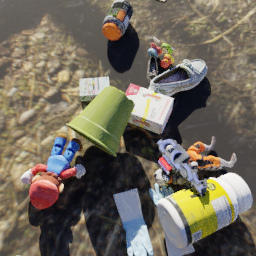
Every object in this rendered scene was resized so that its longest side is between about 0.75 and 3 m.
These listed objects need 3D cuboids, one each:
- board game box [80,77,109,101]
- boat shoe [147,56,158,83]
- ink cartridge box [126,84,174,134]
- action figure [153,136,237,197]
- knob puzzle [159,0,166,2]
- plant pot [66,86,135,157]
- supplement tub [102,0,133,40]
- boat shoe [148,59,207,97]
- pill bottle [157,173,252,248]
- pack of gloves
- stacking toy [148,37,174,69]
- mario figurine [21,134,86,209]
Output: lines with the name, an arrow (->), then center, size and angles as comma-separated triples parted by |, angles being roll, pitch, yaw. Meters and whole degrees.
board game box -> -1.338, -1.573, 11.322 | 1.200, 0.386, 0.885 | -4, 60, -4
boat shoe -> 1.027, -2.439, 11.801 | 0.449, 0.383, 1.343 | 0, 61, 0
ink cartridge box -> 0.680, -0.737, 10.634 | 1.797, 0.749, 1.304 | 21, 63, 11
action figure -> 2.133, 1.388, 9.118 | 2.620, 1.417, 2.709 | -18, 36, -4
knob puzzle -> 1.670, -7.057, 14.511 | 1.217, 0.169, 1.217 | 0, 60, 0
plant pot -> -0.726, -0.332, 9.481 | 1.980, 1.980, 1.881 | 30, 80, 16
supplement tub -> -0.489, -4.913, 12.794 | 1.072, 1.072, 1.750 | 16, 62, 9
boat shoe -> 2.070, -2.075, 11.298 | 2.804, 0.899, 1.033 | -26, 64, -14
pill bottle -> 2.306, 2.383, 8.432 | 2.569, 1.468, 1.468 | -19, 62, -17
pack of gloves -> 0.769, 2.901, 8.776 | 1.989, 0.467, 2.368 | -13, 61, -8
stacking toy -> 1.323, -3.143, 11.834 | 1.221, 1.106, 0.516 | 37, 79, 17
mario figurine -> -2.471, 1.514, 9.406 | 1.559, 1.339, 2.525 | -3, 50, 32
